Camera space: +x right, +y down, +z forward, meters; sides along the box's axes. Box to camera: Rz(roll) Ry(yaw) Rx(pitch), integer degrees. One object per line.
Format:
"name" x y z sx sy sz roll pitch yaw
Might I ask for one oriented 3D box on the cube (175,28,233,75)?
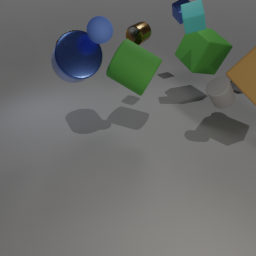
"cube" 3.080 -3.200 11.554 1.400 1.400 1.400 -3 46 -33

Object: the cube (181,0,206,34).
"cube" 2.202 -3.736 9.432 0.700 0.700 0.700 -10 61 16

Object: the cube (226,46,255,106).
"cube" 4.038 -1.705 8.404 1.400 1.400 1.400 48 33 5

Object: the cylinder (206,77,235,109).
"cylinder" 2.814 -1.057 8.496 0.700 0.700 0.700 -20 50 25

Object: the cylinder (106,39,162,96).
"cylinder" 0.204 -2.021 9.401 1.400 1.400 1.400 31 35 -1

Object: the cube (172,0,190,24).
"cube" 2.451 -5.254 12.550 0.700 0.700 0.700 -29 63 -4

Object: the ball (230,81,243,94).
"ball" 4.091 -1.597 10.260 0.700 0.700 0.700 0 32 0

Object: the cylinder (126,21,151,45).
"cylinder" 0.379 -3.388 10.053 0.700 0.700 0.700 17 39 26

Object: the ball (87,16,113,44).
"ball" -0.741 -2.583 7.388 0.700 0.700 0.700 0 32 0

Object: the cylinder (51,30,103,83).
"cylinder" -1.627 -2.164 8.719 1.400 1.400 1.400 -12 8 -18
